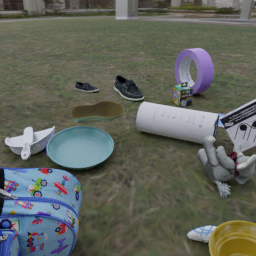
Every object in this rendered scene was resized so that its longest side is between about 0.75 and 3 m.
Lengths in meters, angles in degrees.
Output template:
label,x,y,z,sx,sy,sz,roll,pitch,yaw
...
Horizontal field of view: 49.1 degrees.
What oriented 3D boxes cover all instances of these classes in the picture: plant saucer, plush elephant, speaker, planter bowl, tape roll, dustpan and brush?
label,x,y,z,sx,sy,sz,roll,pitch,yaw
plant saucer,-1.430,0.645,8.531,1.991,0.358,1.991,3,35,-2
plush elephant,2.702,0.903,7.302,1.232,1.310,1.591,-17,58,-3
speaker,1.650,-0.181,9.550,2.655,1.078,1.078,11,29,21
planter bowl,2.133,2.419,4.974,1.452,0.605,1.452,1,31,-1
tape roll,3.084,-2.674,13.274,0.688,2.096,2.096,-12,30,-23
dustpan and brush,-3.037,0.482,8.601,1.605,0.658,2.299,-15,34,-10

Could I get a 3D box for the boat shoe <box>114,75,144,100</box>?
label,x,y,z,sx,sy,sz,roll,pitch,yaw
boat shoe,0.014,-1.985,13.392,0.870,0.772,2.328,-11,29,-21

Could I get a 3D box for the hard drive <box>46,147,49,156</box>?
label,x,y,z,sx,sy,sz,roll,pitch,yaw
hard drive,-2.324,0.553,9.153,0.697,0.134,1.057,-8,28,-15

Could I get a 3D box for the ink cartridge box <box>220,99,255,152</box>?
label,x,y,z,sx,sy,sz,roll,pitch,yaw
ink cartridge box,4.085,-0.369,8.098,2.502,1.176,0.553,-30,-2,19

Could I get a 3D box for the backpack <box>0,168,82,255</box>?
label,x,y,z,sx,sy,sz,roll,pitch,yaw
backpack,-1.998,1.784,4.528,2.630,2.401,1.769,5,34,-25

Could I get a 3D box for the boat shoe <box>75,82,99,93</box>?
label,x,y,z,sx,sy,sz,roll,pitch,yaw
boat shoe,-2.071,-2.037,13.908,1.318,0.410,0.492,13,28,21

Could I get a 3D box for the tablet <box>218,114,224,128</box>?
label,x,y,z,sx,sy,sz,roll,pitch,yaw
tablet,3.642,-0.294,10.876,0.686,0.072,1.054,21,33,35

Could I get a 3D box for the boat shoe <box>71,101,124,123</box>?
label,x,y,z,sx,sy,sz,roll,pitch,yaw
boat shoe,-0.950,-0.441,9.046,1.720,0.541,0.627,-7,60,7

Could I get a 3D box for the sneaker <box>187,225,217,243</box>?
label,x,y,z,sx,sy,sz,roll,pitch,yaw
sneaker,1.810,2.219,5.645,1.211,0.435,0.439,-2,52,12

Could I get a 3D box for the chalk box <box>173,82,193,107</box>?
label,x,y,z,sx,sy,sz,roll,pitch,yaw
chalk box,2.412,-1.539,12.255,0.636,1.019,0.632,-9,29,-18
